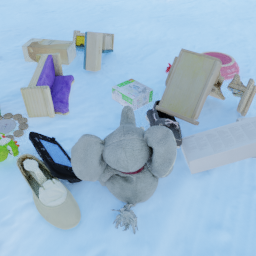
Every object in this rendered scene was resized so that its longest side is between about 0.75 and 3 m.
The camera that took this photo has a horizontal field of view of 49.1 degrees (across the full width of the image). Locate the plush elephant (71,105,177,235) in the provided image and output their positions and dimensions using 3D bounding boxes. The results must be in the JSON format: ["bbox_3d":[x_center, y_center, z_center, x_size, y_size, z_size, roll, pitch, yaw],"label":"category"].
[{"bbox_3d":[-0.015,0.597,6.527,2.368,2.226,2.875,0,38,0],"label":"plush elephant"}]

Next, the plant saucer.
[{"bbox_3d":[3.814,-2.825,12.331,2.169,0.550,2.169,1,37,0],"label":"plant saucer"}]

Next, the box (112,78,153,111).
[{"bbox_3d":[0.149,-1.229,10.266,1.032,0.565,1.170,-28,46,-33],"label":"box"}]

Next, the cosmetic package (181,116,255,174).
[{"bbox_3d":[2.693,0.448,7.629,2.349,0.595,0.970,-16,40,4],"label":"cosmetic package"}]

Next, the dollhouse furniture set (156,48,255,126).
[{"bbox_3d":[2.376,-1.092,9.177,2.718,1.925,2.959,26,8,28],"label":"dollhouse furniture set"}]

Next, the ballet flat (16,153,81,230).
[{"bbox_3d":[-1.983,1.391,6.682,0.847,0.847,2.437,-28,46,-31],"label":"ballet flat"}]

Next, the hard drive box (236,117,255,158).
[{"bbox_3d":[3.957,0.240,8.401,1.018,0.502,1.306,-4,38,-6],"label":"hard drive box"}]

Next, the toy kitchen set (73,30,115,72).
[{"bbox_3d":[-1.983,-3.669,13.029,2.173,1.598,2.713,10,19,13],"label":"toy kitchen set"}]

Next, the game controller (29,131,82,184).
[{"bbox_3d":[-1.944,0.737,7.444,0.421,1.044,2.001,-50,49,0],"label":"game controller"}]

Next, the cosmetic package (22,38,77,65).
[{"bbox_3d":[-3.656,-3.603,13.134,2.206,0.784,1.161,5,38,7],"label":"cosmetic package"}]

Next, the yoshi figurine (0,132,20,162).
[{"bbox_3d":[-3.768,0.488,7.821,1.508,0.847,0.844,21,77,23],"label":"yoshi figurine"}]

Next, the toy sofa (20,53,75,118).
[{"bbox_3d":[-2.823,-1.660,10.295,1.412,1.198,2.894,-3,38,-2],"label":"toy sofa"}]

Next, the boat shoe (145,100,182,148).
[{"bbox_3d":[1.054,-0.214,8.247,0.823,0.701,2.462,19,17,-16],"label":"boat shoe"}]

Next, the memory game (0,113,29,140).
[{"bbox_3d":[-4.040,0.005,9.038,1.644,0.105,1.644,0,38,0],"label":"memory game"}]

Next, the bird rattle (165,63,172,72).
[{"bbox_3d":[2.224,-2.592,12.220,1.073,0.604,0.874,9,25,32],"label":"bird rattle"}]
